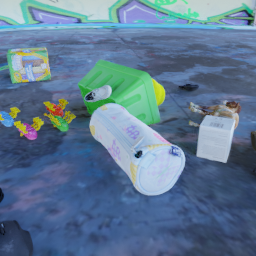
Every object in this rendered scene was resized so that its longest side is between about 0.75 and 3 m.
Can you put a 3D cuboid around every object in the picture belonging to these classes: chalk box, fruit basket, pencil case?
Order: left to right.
[{"bbox_3d":[-5.244,-3.181,14.082,2.406,1.490,1.497,-8,26,-18],"label":"chalk box"},{"bbox_3d":[0.057,0.375,6.792,1.331,1.220,2.935,21,11,-33],"label":"pencil case"},{"bbox_3d":[0.145,-1.275,9.708,2.999,2.163,2.999,-11,36,8],"label":"fruit basket"}]

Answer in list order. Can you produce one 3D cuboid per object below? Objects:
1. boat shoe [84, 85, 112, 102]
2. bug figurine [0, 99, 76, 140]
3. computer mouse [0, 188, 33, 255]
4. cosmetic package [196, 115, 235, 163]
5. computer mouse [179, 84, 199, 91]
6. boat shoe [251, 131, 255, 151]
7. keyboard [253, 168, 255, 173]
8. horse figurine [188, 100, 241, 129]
[{"bbox_3d":[-0.903,-0.969,8.211,1.012,0.353,0.360,-18,-2,44],"label":"boat shoe"},{"bbox_3d":[-2.900,-0.279,8.957,2.458,0.632,1.906,-15,35,-37],"label":"bug figurine"},{"bbox_3d":[-2.356,1.641,5.105,0.746,0.433,2.543,-17,30,-31],"label":"computer mouse"},{"bbox_3d":[2.316,0.270,7.401,0.786,0.939,0.781,12,28,23],"label":"cosmetic package"},{"bbox_3d":[2.834,-1.822,12.716,0.675,0.257,0.975,-15,18,-26],"label":"computer mouse"},{"bbox_3d":[3.611,0.429,6.975,0.679,0.718,1.997,-7,16,14],"label":"boat shoe"},{"bbox_3d":[3.993,0.990,6.774,1.921,0.198,1.220,-2,25,-7],"label":"keyboard"},{"bbox_3d":[2.899,-0.413,9.086,1.799,0.677,2.714,11,19,8],"label":"horse figurine"}]
